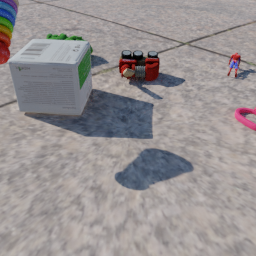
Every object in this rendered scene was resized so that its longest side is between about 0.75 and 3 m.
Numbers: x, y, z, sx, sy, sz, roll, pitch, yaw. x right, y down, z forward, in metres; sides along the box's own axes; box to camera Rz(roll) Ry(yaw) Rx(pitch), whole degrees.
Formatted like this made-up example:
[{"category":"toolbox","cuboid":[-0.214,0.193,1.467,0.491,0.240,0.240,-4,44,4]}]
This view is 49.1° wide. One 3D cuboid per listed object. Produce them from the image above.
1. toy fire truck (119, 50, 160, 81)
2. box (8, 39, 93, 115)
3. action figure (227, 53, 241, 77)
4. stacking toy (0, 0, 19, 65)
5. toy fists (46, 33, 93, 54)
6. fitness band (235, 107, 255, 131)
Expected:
[{"category":"toy fire truck","cuboid":[0.418,-2.289,10.893,1.630,1.191,1.852,3,46,3]},{"category":"box","cuboid":[-2.418,-1.735,9.341,2.118,1.814,2.107,4,35,3]},{"category":"action figure","cuboid":[4.467,-2.589,11.855,0.453,0.688,1.389,15,60,15]},{"category":"stacking toy","cuboid":[-3.143,-2.444,6.922,0.844,0.844,1.977,-5,70,-8]},{"category":"toy fists","cuboid":[-2.926,-3.845,13.161,2.689,0.925,1.371,17,37,24]},{"category":"fitness band","cuboid":[3.946,-0.297,8.716,0.919,0.240,1.280,-20,39,-22]}]
